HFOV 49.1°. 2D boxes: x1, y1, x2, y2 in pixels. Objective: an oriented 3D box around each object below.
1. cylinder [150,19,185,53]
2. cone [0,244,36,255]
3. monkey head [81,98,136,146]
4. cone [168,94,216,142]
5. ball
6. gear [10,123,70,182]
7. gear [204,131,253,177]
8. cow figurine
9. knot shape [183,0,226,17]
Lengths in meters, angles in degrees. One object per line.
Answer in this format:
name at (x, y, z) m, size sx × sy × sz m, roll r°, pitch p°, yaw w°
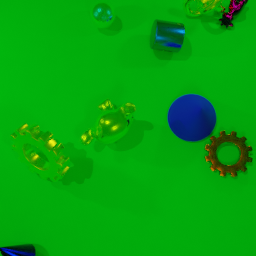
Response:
cylinder at (1.213, -2.873, 8.774) m, size 0.895 × 0.895 × 0.895 m, roll 5°, pitch 80°, yaw -9°
cone at (-3.127, 3.367, 7.480) m, size 0.904 × 0.908 × 0.904 m, roll -20°, pitch 40°, yaw 18°
monkey head at (-0.560, -0.255, 8.194) m, size 1.912 × 1.152 × 1.375 m, roll -34°, pitch 79°, yaw 16°
cone at (1.935, -0.413, 7.970) m, size 1.500 × 1.506 × 1.500 m, roll 0°, pitch 83°, yaw 4°
ball at (-0.813, -3.637, 9.029) m, size 0.819 × 0.819 × 0.819 m, roll 0°, pitch 80°, yaw 0°
gear at (-2.454, 0.709, 7.806) m, size 1.813 × 1.813 × 0.335 m, roll 34°, pitch 46°, yaw 6°
gear at (3.002, 0.772, 8.417) m, size 1.360 × 0.251 × 1.360 m, roll -1°, pitch 84°, yaw 8°
cow figurine at (3.473, -3.836, 9.215) m, size 0.546 × 0.978 × 0.994 m, roll 36°, pitch 45°, yaw 17°
knot shape at (2.600, -3.990, 8.988) m, size 1.325 × 1.416 × 0.654 m, roll -21°, pitch 112°, yaw -39°
